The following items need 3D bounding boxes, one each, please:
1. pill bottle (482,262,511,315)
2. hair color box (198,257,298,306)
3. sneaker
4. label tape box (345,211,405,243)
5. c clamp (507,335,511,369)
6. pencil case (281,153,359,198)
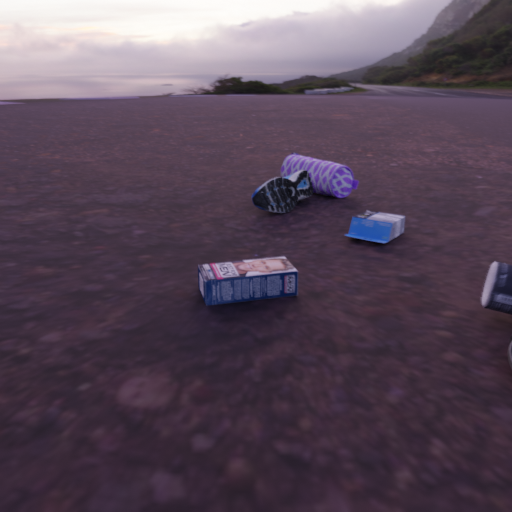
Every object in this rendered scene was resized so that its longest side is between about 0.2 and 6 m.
[{"bbox_3d":[3.613,0.514,7.214,1.213,0.644,0.644,14,23,16],"label":"pill bottle"},{"bbox_3d":[-0.131,0.351,8.187,1.354,0.410,0.677,-5,21,-14],"label":"hair color box"},{"bbox_3d":[0.496,-1.388,12.847,0.919,0.801,2.044,-11,8,37],"label":"sneaker"},{"bbox_3d":[2.273,-0.565,10.689,0.805,0.371,1.123,12,17,30],"label":"label tape box"},{"bbox_3d":[3.771,1.159,6.254,2.167,0.293,1.851,-1,25,-8],"label":"c clamp"},{"bbox_3d":[1.520,-2.017,14.185,0.889,0.872,2.079,16,7,-40],"label":"pencil case"}]
